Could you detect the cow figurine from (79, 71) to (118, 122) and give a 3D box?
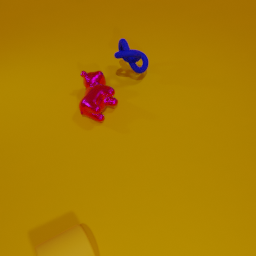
[{"bbox_3d":[-1.070,-1.028,8.512,1.551,0.865,1.576,23,62,27],"label":"cow figurine"}]

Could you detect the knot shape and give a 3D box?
[{"bbox_3d":[0.159,-2.314,9.193,1.233,0.609,1.318,31,19,-22],"label":"knot shape"}]

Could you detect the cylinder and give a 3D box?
[{"bbox_3d":[-1.131,2.374,5.140,0.875,0.875,0.875,-22,50,-24],"label":"cylinder"}]
